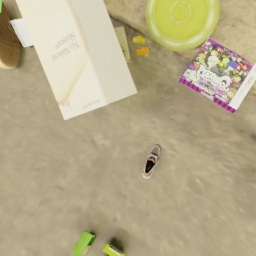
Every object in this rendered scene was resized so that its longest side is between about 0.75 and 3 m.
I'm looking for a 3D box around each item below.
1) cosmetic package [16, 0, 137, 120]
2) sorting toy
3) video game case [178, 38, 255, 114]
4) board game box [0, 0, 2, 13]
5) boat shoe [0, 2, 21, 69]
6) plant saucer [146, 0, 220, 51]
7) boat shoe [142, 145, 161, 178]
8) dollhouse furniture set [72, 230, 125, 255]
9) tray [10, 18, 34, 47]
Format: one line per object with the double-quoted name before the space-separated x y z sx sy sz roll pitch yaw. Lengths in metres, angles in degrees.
"cosmetic package" -1.079 -1.745 5.768 1.037 1.469 2.838 -26 97 -47
"sorting toy" -0.389 -2.708 9.064 2.012 0.269 1.499 -10 70 -4
"video game case" 2.848 -1.644 8.621 1.953 0.350 1.770 34 73 12
"board game box" -3.094 -4.368 6.663 0.403 1.863 2.768 4 52 -26
"boat shoe" -4.175 -2.916 8.906 0.873 0.965 2.707 -29 69 27
"plant saucer" 1.613 -3.526 8.568 2.279 0.354 2.279 5 109 15
"boat shoe" 0.674 0.891 7.654 0.353 0.354 0.977 18 70 7
"dollhouse furniture set" -0.943 3.415 6.428 1.109 0.850 1.693 29 72 10
"tray" -3.354 -3.142 9.246 0.650 0.134 1.211 -24 71 -25
